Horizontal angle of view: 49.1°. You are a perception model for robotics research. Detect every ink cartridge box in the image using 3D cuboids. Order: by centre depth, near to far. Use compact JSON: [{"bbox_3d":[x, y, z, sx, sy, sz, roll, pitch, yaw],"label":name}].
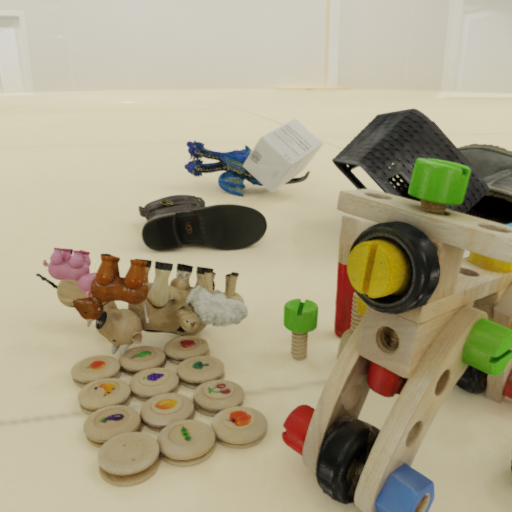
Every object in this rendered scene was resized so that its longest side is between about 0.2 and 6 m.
[{"bbox_3d":[3.053,0.181,6.874,1.156,0.844,0.848,-12,23,-26],"label":"ink cartridge box"}]

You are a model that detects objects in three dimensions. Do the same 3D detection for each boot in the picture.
[{"bbox_3d":[-0.977,-0.709,9.523,2.162,0.748,1.882,-2,19,-5],"label":"boot"},{"bbox_3d":[4.256,-1.213,10.565,3.005,1.199,3.305,12,30,40],"label":"boot"}]

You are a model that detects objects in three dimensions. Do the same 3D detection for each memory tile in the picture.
[{"bbox_3d":[-0.849,1.249,5.012,1.422,0.156,1.855,-9,22,-23],"label":"memory tile"}]

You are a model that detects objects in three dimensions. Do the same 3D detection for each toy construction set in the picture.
[{"bbox_3d":[1.283,0.264,4.536,2.536,2.336,3.041,-7,21,-18],"label":"toy construction set"}]

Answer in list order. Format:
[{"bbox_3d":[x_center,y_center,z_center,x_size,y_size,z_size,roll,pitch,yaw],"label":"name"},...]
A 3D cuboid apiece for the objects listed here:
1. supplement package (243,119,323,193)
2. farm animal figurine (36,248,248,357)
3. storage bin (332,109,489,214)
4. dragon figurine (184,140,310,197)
[{"bbox_3d":[0.567,-2.095,11.598,0.855,0.866,1.428,43,42,6],"label":"supplement package"},{"bbox_3d":[-1.262,0.519,5.882,1.870,0.986,1.890,8,-1,-27],"label":"farm animal figurine"},{"bbox_3d":[2.345,-1.311,8.954,1.149,1.657,2.451,-45,10,7],"label":"storage bin"},{"bbox_3d":[-0.322,-1.862,12.343,2.941,0.865,1.462,30,34,35],"label":"dragon figurine"}]
